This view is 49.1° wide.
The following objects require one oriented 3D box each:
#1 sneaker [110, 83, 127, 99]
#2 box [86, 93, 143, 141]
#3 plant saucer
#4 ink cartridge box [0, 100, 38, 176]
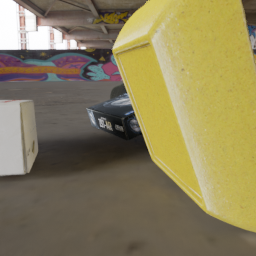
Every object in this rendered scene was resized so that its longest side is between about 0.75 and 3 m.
[{"bbox_3d":[0.378,-1.178,10.423,1.318,0.913,2.184,8,-3,-30],"label":"sneaker"},{"bbox_3d":[0.462,-0.562,7.145,2.476,0.539,1.984,-24,21,-24],"label":"box"},{"bbox_3d":[0.521,-0.233,3.233,0.598,2.468,2.468,-22,15,-8],"label":"plant saucer"},{"bbox_3d":[-2.705,0.109,4.213,2.411,1.035,1.765,-4,7,-13],"label":"ink cartridge box"}]
